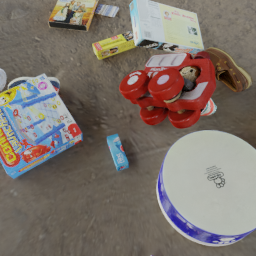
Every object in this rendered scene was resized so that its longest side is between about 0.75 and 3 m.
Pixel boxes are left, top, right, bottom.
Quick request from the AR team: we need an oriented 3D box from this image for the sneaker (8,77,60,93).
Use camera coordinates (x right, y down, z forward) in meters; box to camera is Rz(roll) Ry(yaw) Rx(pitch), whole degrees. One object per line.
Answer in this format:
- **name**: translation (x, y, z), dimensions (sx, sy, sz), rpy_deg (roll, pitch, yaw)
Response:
- **sneaker**: translation (-3.234, -1.291, 9.587), dimensions (1.754, 0.658, 0.741), rpy_deg (-7, 60, -1)

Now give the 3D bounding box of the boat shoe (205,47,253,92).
- **boat shoe**: translation (3.423, -2.102, 10.024), dimensions (0.720, 0.768, 2.133), rpy_deg (-30, 65, -20)

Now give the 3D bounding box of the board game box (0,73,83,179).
- **board game box**: translation (-2.991, -0.124, 8.495), dimensions (2.349, 0.670, 2.399), rpy_deg (-30, 77, -18)

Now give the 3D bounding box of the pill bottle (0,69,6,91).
- **pill bottle**: translation (-5.160, -1.836, 9.797), dimensions (1.509, 0.860, 0.860), rpy_deg (17, 59, 10)

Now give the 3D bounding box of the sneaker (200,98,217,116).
- **sneaker**: translation (1.865, -1.115, 9.456), dimensions (1.198, 0.902, 2.562), rpy_deg (9, 23, -43)

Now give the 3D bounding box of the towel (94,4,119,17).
- **towel**: translation (-0.934, -5.181, 12.374), dimensions (0.940, 0.112, 0.690), rpy_deg (15, 61, 11)

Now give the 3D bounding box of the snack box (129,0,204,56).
- **snack box**: translation (1.463, -3.633, 10.225), dimensions (2.811, 0.521, 1.633), rpy_deg (1, 75, -29)

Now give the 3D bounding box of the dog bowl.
- **dog bowl**: translation (2.245, 1.532, 7.489), dimensions (2.883, 1.135, 2.883), rpy_deg (0, 58, 0)

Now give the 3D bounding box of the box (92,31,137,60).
- **box**: translation (-0.489, -3.218, 10.860), dimensions (1.672, 0.419, 0.629), rpy_deg (-22, 53, -9)

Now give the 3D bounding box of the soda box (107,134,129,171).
- **soda box**: translation (-0.318, 0.727, 8.478), dimensions (0.364, 0.344, 1.073), rpy_deg (-16, 60, -10)

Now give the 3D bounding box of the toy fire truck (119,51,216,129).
- **toy fire truck**: translation (1.316, -1.424, 8.454), dimensions (2.870, 1.609, 2.410), rpy_deg (9, 59, 46)

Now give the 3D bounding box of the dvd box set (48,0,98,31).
- **dvd box set**: translation (-2.318, -5.165, 12.219), dimensions (1.684, 0.338, 2.302), rpy_deg (9, 58, 4)
